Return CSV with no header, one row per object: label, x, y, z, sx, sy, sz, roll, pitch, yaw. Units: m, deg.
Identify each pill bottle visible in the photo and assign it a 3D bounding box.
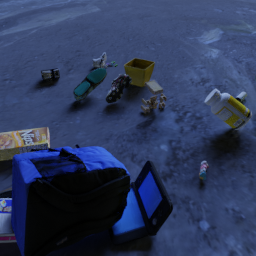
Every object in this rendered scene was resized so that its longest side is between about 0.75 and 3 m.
pill bottle,4.051,-0.793,11.434,1.767,0.990,0.990,37,40,-3

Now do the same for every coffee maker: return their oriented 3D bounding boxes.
coffee maker,-4.292,-3.009,15.493,0.959,0.646,0.921,-11,36,-17

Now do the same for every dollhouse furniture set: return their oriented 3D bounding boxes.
dollhouse furniture set,1.113,-1.439,12.747,1.092,1.189,0.774,-18,48,-22

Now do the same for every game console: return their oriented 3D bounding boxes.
game console,0.162,2.022,7.887,1.118,1.689,1.920,13,30,-25

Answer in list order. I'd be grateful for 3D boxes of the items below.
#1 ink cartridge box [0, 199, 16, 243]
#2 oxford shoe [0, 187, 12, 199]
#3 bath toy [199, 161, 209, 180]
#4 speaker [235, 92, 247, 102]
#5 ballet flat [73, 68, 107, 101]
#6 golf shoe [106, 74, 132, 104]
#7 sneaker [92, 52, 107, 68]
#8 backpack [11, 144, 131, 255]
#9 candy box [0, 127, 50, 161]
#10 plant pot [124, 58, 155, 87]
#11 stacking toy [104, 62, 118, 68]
ink cartridge box,-2.928,2.466,7.593,2.468,0.458,1.169,4,33,-19
oxford shoe,-3.244,1.945,8.557,1.756,0.638,0.741,-12,25,-26
bath toy,2.577,1.430,9.493,0.281,0.330,0.760,39,36,-4
speaker,5.499,-1.495,13.624,0.307,0.307,0.757,26,43,32
ballet flat,-1.903,-2.145,13.881,0.825,0.825,2.223,27,58,33
golf shoe,-0.555,-1.898,13.513,0.752,0.659,1.708,30,73,38
sneaker,-1.746,-4.166,17.090,0.723,0.473,1.259,5,56,9
backpack,-1.481,1.507,7.315,2.836,2.304,2.380,-4,30,-33
candy box,-3.944,0.580,10.455,1.951,0.540,1.126,-8,35,-11
plant pot,0.614,-2.929,14.977,1.247,1.100,1.247,18,40,24
stacking toy,-1.109,-3.940,17.208,0.836,0.197,0.631,-10,36,-16
